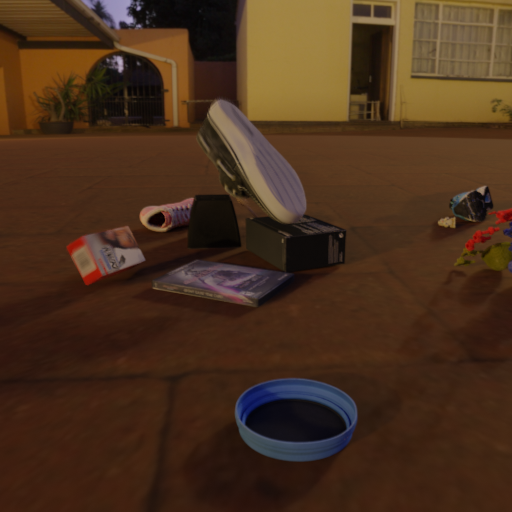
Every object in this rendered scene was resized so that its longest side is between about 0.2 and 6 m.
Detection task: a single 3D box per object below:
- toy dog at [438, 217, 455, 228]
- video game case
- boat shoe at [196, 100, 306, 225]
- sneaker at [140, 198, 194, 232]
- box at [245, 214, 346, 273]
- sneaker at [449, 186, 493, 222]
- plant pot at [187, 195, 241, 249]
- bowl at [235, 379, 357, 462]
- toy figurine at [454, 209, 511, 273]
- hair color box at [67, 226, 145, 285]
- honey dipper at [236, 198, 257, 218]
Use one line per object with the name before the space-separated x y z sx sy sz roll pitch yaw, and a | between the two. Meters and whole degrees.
toy dog | 4.739 -0.840 13.946 0.397 0.277 0.385 4 4 15
video game case | -0.545 0.431 9.567 2.004 0.190 1.432 9 18 25
boat shoe | -0.145 -1.654 10.995 1.155 1.137 3.206 5 45 -45
sneaker | -1.895 -0.961 13.618 1.816 0.683 0.949 -9 15 -11
box | 0.733 -0.314 11.168 1.318 0.736 1.867 -5 16 -23
sneaker | 5.657 -1.296 15.082 0.963 0.840 2.142 -14 3 38
plant pot | -0.949 -0.800 12.394 1.158 1.030 1.161 -1 15 -7
bowl | 0.382 1.565 5.414 1.176 0.231 1.176 0 16 0
toy figurine | 4.364 0.171 9.434 1.176 1.336 2.229 -14 -26 -8
hair color box | -2.551 -0.036 9.652 0.425 0.738 1.330 -27 1 21
honey dipper | -0.107 -1.055 13.562 0.188 0.988 0.188 -39 -4 -3
